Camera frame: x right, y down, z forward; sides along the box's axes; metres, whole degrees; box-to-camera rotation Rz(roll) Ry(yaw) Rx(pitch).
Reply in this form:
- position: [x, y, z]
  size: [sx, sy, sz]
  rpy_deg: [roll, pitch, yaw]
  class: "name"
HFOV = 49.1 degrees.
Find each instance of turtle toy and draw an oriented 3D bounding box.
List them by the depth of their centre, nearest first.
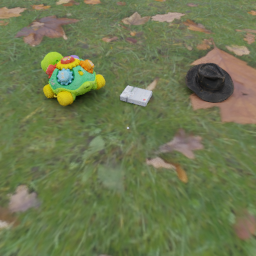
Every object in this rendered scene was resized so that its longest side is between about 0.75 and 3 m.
- position: [-2.143, -1.890, 9.832]
  size: [1.856, 1.287, 2.547]
  rpy_deg: [-34, 42, -31]
  class: "turtle toy"

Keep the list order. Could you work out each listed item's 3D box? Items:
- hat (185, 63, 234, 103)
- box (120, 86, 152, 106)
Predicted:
- position: [2.968, -1.817, 9.880]
  size: [1.800, 0.726, 1.800]
  rpy_deg: [1, 60, -1]
  class: "hat"
- position: [0.290, -1.143, 9.889]
  size: [0.942, 0.194, 0.734]
  rpy_deg: [14, 43, 16]
  class: "box"
